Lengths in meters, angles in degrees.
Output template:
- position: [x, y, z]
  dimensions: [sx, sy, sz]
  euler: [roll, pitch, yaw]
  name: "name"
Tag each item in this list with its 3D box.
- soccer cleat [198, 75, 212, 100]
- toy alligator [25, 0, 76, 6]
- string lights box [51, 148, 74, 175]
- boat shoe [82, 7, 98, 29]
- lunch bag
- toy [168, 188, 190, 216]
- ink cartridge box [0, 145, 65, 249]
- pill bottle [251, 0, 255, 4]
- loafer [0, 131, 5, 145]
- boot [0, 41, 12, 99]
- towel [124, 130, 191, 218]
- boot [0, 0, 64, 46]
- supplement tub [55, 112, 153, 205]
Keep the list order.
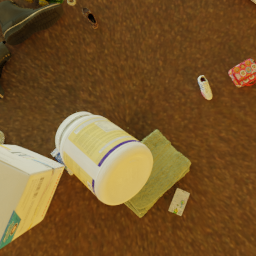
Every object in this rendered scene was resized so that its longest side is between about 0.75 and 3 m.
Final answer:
- position: [2.905, -1.528, 10.543]
  dimensions: [0.338, 0.418, 0.969]
  euler: [-23, 81, -4]
  name: "soccer cleat"
- position: [-3.209, -5.205, 11.144]
  dimensions: [2.308, 0.554, 0.765]
  euler: [15, 96, -6]
  name: "toy alligator"
- position: [-2.217, 1.128, 10.135]
  dimensions: [0.546, 0.314, 1.064]
  euler: [-44, 83, -7]
  name: "string lights box"
- position: [-1.503, -4.431, 11.082]
  dimensions: [0.355, 0.355, 1.010]
  euler: [-36, 81, -4]
  name: "boat shoe"
- position: [4.482, -2.033, 10.650]
  dimensions: [1.052, 0.431, 0.926]
  euler: [-30, 86, -4]
  name: "lunch bag"
- position: [1.800, 2.617, 9.940]
  dimensions: [0.489, 0.201, 0.850]
  euler: [23, 81, 1]
  name: "toy"
- position: [-3.670, 1.834, 8.585]
  dimensions: [2.118, 2.928, 2.155]
  euler: [23, 88, 6]
  name: "ink cartridge box"
- position: [5.106, -5.524, 10.865]
  dimensions: [2.078, 1.138, 1.138]
  euler: [37, 82, 6]
  name: "pill bottle"
- position: [-5.835, 0.389, 9.949]
  dimensions: [2.713, 0.926, 1.027]
  euler: [1, 80, 0]
  name: "loafer"
- position: [-4.824, -2.258, 10.525]
  dimensions: [1.429, 0.800, 2.066]
  euler: [-32, 83, -11]
  name: "boot"
- position: [0.682, 1.554, 9.976]
  dimensions: [2.726, 0.497, 2.022]
  euler: [-43, 82, -6]
  name: "towel"
- position: [-3.947, -4.562, 10.859]
  dimensions: [2.481, 0.961, 1.716]
  euler: [-30, 75, -7]
  name: "boot"
- position: [-0.838, 0.817, 8.757]
  dimensions: [2.034, 2.034, 2.798]
  euler: [-50, 50, -7]
  name: "supplement tub"
